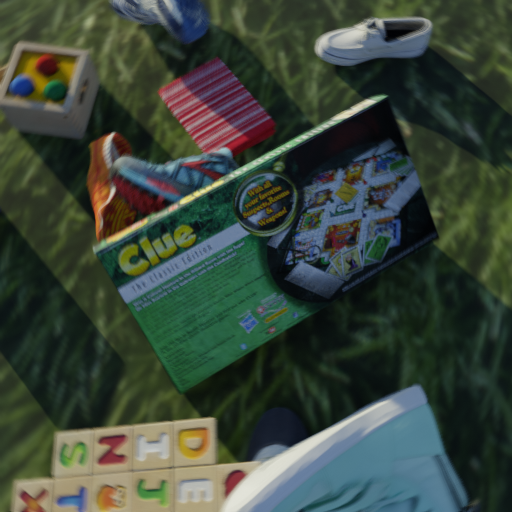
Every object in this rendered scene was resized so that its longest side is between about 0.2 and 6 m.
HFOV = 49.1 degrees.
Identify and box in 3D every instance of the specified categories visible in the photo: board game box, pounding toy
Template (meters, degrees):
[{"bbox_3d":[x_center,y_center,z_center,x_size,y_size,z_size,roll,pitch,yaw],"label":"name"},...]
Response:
[{"bbox_3d":[0.326,-0.196,8.028,4.587,0.538,2.403,-29,111,-11],"label":"board game box"},{"bbox_3d":[-3.825,-3.101,9.541,1.999,0.915,1.756,8,70,3],"label":"pounding toy"}]

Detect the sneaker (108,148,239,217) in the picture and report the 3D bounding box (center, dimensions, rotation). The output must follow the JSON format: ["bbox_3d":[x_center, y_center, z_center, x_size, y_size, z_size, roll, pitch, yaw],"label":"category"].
[{"bbox_3d":[-0.842,-1.054,8.486,2.710,1.075,1.294,18,72,-22],"label":"sneaker"}]

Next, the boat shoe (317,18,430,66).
[{"bbox_3d":[2.098,-3.878,9.962,1.992,0.655,0.717,-1,70,0],"label":"boat shoe"}]

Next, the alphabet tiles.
[{"bbox_3d":[-1.552,3.621,6.977,3.496,0.111,2.909,-9,65,12],"label":"alphabet tiles"}]

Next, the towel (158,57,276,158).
[{"bbox_3d":[-0.676,-2.507,9.707,1.324,0.206,1.831,-33,73,-12],"label":"towel"}]

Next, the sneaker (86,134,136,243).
[{"bbox_3d":[-2.369,-1.013,9.019,0.718,0.679,1.861,-11,73,35],"label":"sneaker"}]

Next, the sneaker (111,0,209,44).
[{"bbox_3d":[-1.884,-4.575,10.009,1.255,1.135,2.947,-42,61,21],"label":"sneaker"}]

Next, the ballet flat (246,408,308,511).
[{"bbox_3d":[0.240,3.323,7.181,0.997,0.997,2.730,8,70,3],"label":"ballet flat"}]

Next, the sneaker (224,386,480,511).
[{"bbox_3d":[1.313,2.946,6.601,3.323,1.223,1.960,-12,70,-37],"label":"sneaker"}]
